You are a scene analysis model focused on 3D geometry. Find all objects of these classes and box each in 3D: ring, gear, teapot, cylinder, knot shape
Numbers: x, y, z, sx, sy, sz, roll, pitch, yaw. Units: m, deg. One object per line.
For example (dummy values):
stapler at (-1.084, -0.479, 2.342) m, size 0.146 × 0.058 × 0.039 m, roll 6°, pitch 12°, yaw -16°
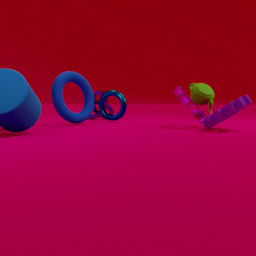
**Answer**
ring at (-1.800, -1.017, 9.327) m, size 0.351 × 1.756 × 1.756 m, roll -9°, pitch -1°, yaw 37°
gear at (1.975, -0.681, 8.679) m, size 0.266 × 1.437 × 1.437 m, roll -42°, pitch -7°, yaw 15°
teapot at (2.107, -0.899, 7.987) m, size 0.677 × 0.533 × 1.089 m, roll -14°, pitch 55°, yaw -32°
cylinder at (-2.684, -0.593, 6.399) m, size 1.116 × 1.116 × 1.116 m, roll 0°, pitch -20°, yaw -1°
ring at (-0.575, -0.826, 10.287) m, size 1.154 × 1.154 × 0.231 m, roll 2°, pitch 6°, yaw 23°
gear at (2.634, -0.412, 7.495) m, size 1.329 × 0.246 × 1.329 m, roll -28°, pitch -12°, yaw -6°
knot shape at (-1.163, -0.834, 11.999) m, size 1.244 × 1.329 × 0.614 m, roll 34°, pitch 10°, yaw -7°

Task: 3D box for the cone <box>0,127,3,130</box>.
cone at (-3.414, -0.158, 7.391) m, size 0.971 × 0.971 × 0.975 m, roll -1°, pitch 32°, yaw -12°
